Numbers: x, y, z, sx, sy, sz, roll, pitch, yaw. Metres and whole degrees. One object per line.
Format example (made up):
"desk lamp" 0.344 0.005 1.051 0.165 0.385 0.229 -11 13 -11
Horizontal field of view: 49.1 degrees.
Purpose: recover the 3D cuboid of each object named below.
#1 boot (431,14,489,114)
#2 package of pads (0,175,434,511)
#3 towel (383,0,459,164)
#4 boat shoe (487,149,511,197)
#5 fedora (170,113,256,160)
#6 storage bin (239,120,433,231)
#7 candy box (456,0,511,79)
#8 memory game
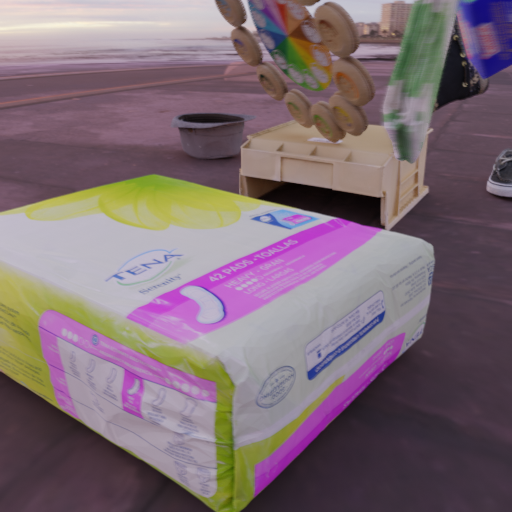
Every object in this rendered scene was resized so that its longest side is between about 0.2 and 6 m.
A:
"boot" 2.816 -3.089 8.829 1.230 1.629 0.588 -28 4 -9
"package of pads" -0.875 0.395 6.021 4.417 1.506 3.412 17 27 35
"towel" 1.351 -1.874 4.160 0.260 2.227 1.698 14 5 16
"boat shoe" 5.409 -1.841 12.082 0.782 0.770 2.171 7 24 15
"fedora" -1.137 -3.151 14.774 2.303 1.040 2.037 9 24 22
"storage bin" 1.624 -1.738 11.111 2.978 1.395 2.956 13 27 27
"candy box" 3.066 -2.911 6.404 1.405 1.188 0.541 -27 52 14
"memory game" 0.460 -3.519 9.163 0.255 4.004 4.004 -39 34 -9
